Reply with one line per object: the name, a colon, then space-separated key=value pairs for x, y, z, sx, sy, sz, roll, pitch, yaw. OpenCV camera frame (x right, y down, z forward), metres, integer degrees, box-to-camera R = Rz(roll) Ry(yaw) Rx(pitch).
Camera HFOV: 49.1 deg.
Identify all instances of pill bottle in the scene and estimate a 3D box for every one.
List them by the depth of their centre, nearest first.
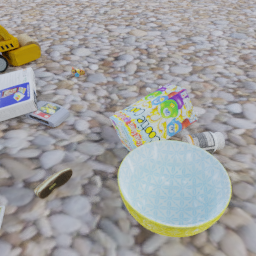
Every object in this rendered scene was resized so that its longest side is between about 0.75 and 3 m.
pill bottle: x=2.162 y=0.439 z=8.048 sx=1.073 sy=0.624 sz=0.624 roll=-8 pitch=40 yaw=-11

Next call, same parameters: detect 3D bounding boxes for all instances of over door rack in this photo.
over door rack: x=0.911 y=-0.404 z=8.709 sx=2.296 sy=0.765 sz=1.696 roll=-33 pitch=63 yaw=-33

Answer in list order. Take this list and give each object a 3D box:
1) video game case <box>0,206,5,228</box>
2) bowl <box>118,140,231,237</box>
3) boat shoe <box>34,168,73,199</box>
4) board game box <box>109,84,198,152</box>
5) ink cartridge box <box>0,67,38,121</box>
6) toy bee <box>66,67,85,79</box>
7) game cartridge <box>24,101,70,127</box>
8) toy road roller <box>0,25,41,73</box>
video game case: x=-3.330 y=2.233 z=6.241 sx=0.941 sy=0.114 sz=1.034 roll=-5 pitch=39 yaw=-6
bowl: x=0.952 y=1.491 z=6.233 sx=2.351 sy=1.265 sz=2.351 roll=0 pitch=39 yaw=0
boat shoe: x=-1.925 y=1.337 z=7.171 sx=0.404 sy=0.380 sz=1.060 roll=20 pitch=42 yaw=40
board game box: x=0.706 y=-0.263 z=7.921 sx=2.051 sy=1.056 sz=1.075 roll=-31 pitch=24 yaw=-11
ink cartridge box: x=-4.587 y=-1.095 z=9.900 sx=2.597 sy=0.610 sz=2.567 roll=-19 pitch=42 yaw=-6
toy bee: x=-2.164 y=-2.326 z=11.600 sx=0.521 sy=0.433 sz=0.796 roll=30 pitch=47 yaw=29
game cartridge: x=-2.723 y=-0.512 z=9.518 sx=1.365 sy=0.279 sz=0.909 roll=19 pitch=39 yaw=21
toy road roller: x=-5.289 y=-3.750 z=12.148 sx=2.637 sy=1.925 sz=1.620 roll=-28 pitch=47 yaw=-30
